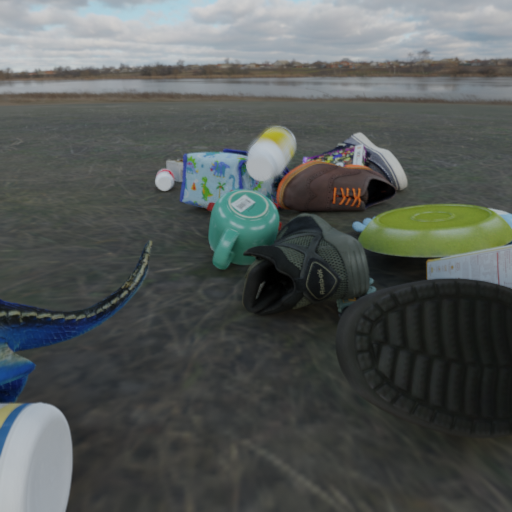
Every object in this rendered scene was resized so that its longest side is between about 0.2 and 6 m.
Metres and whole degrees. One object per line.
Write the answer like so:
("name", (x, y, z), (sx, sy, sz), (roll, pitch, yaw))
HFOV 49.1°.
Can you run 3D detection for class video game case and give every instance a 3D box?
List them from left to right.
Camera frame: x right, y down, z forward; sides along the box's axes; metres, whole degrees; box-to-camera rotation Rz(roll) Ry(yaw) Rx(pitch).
("video game case", (1.859, -2.100, 13.447), (1.495, 0.268, 1.355), (-10, 35, 22))

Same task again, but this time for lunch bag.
("lunch bag", (-0.290, -1.553, 11.737), (1.710, 1.282, 2.011), (15, 11, 39))

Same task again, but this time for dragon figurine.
("dragon figurine", (-2.319, 0.518, 3.763), (4.347, 1.279, 2.161), (-13, -18, -32))

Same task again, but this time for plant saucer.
("plant saucer", (2.611, -0.442, 8.270), (2.204, 0.342, 2.204), (-6, 14, 2))

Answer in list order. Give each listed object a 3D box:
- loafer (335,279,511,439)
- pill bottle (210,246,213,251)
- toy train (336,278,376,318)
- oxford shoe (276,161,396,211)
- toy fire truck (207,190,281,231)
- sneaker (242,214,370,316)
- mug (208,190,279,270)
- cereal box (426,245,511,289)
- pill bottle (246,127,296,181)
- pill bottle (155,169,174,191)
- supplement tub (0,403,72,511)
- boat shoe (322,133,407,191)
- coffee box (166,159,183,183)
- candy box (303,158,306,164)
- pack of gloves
("loafer", (2.185, 0.889, 4.931), (3.303, 1.206, 1.178), (6, -6, -12))
("pill bottle", (-0.280, -0.258, 8.921), (0.858, 0.476, 0.476), (-1, 18, 13))
("toy train", (1.228, 0.559, 6.804), (0.499, 0.373, 0.876), (-12, 20, 9))
("oxford shoe", (1.703, -1.383, 11.513), (2.880, 1.025, 1.045), (-14, 29, -35))
("toy fire truck", (-0.200, -0.702, 9.796), (1.198, 0.672, 1.006), (16, 1, -19))
("sneaker", (0.359, 0.064, 7.264), (1.405, 0.938, 2.453), (-10, 16, -10))
("mug", (-0.163, -0.427, 8.490), (1.053, 0.792, 1.282), (1, 47, -12))
("cereal box", (3.294, 0.163, 6.072), (1.945, 0.534, 2.703), (0, -5, -6))
("pill bottle", (0.261, -1.878, 10.391), (0.699, 0.699, 1.248), (7, 34, 19))
("pill bottle", (-2.222, -1.832, 13.621), (0.445, 0.445, 0.792), (-2, 19, -6))
("supplement tub", (-1.894, 1.383, 3.449), (1.276, 0.923, 0.923), (-1, 19, 0))
("boat shoe", (2.656, -2.159, 14.134), (1.265, 1.018, 2.727), (-28, 32, -1))
("coffee box", (-1.673, -2.322, 14.962), (1.259, 0.503, 0.712), (-14, 23, -34))
("candy box", (1.837, -2.523, 15.745), (1.055, 0.378, 0.885), (1, 19, 6))
("pack of gloves", (3.241, -0.260, 9.215), (2.658, 0.624, 3.163), (-8, 12, -10))
